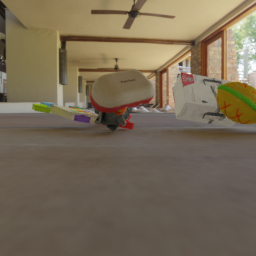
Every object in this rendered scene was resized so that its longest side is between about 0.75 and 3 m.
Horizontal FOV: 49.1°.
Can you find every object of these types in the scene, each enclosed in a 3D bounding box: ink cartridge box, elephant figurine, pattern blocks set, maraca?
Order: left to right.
[{"bbox_3d":[-1.343,-0.371,7.734,2.495,0.230,2.839,8,7,-24],"label":"pattern blocks set"},{"bbox_3d":[-0.421,-0.258,6.242,1.024,0.724,0.794,-37,4,38],"label":"elephant figurine"},{"bbox_3d":[2.175,-0.777,7.730,1.677,1.222,0.711,9,-38,-11],"label":"ink cartridge box"},{"bbox_3d":[2.720,-0.466,6.395,1.627,0.870,1.115,41,8,21],"label":"maraca"}]

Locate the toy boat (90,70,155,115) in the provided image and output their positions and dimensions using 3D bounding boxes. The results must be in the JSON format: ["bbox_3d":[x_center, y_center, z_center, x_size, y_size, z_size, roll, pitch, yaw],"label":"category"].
[{"bbox_3d":[-0.120,-0.505,4.690,1.075,0.702,0.701,-16,53,-30],"label":"toy boat"}]

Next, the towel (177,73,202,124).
[{"bbox_3d":[2.194,-1.071,9.980,1.296,1.765,0.210,35,-48,-24],"label":"towel"}]

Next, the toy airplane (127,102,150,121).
[{"bbox_3d":[-0.224,-0.610,9.724,2.120,0.390,2.120,-19,-11,-4],"label":"toy airplane"}]
